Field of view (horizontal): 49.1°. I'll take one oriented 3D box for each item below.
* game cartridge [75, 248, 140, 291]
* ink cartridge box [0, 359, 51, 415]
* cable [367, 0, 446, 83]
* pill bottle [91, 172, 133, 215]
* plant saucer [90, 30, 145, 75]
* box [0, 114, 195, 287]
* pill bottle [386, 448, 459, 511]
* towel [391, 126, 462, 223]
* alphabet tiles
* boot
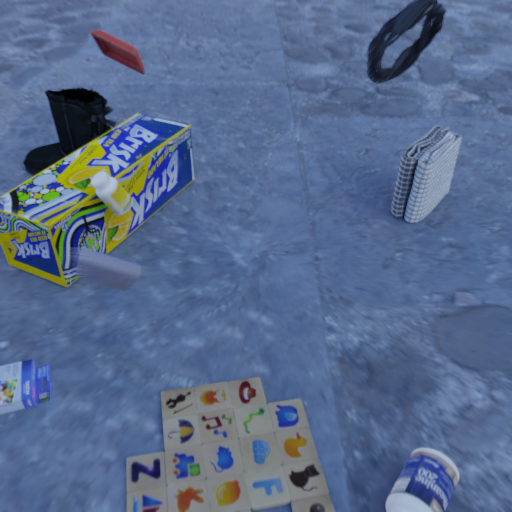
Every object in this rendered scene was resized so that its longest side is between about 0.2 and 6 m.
[{"bbox_3d":[-1.923,0.192,7.234,0.759,1.171,0.225,15,73,-17],"label":"game cartridge"},{"bbox_3d":[-3.572,1.884,7.935,1.241,0.260,0.741,-9,39,-15],"label":"ink cartridge box"},{"bbox_3d":[2.085,-3.031,7.936,0.337,1.326,1.082,48,21,23],"label":"cable"},{"bbox_3d":[-2.456,-1.070,9.508,0.409,0.734,0.409,-15,50,18],"label":"pill bottle"},{"bbox_3d":[-3.102,-4.673,12.784,1.139,1.141,0.209,27,86,2],"label":"plant saucer"},{"bbox_3d":[-2.952,-1.313,11.096,1.508,1.384,4.305,17,41,21],"label":"box"},{"bbox_3d":[1.867,2.808,6.437,0.603,0.603,1.087,23,43,26],"label":"pill bottle"},{"bbox_3d":[3.464,-1.720,11.541,0.772,1.494,1.804,25,45,28],"label":"towel"},{"bbox_3d":[-0.384,2.739,6.950,2.418,0.109,2.892,-7,38,-8],"label":"alphabet tiles"},{"bbox_3d":[-4.215,-2.667,12.336,2.449,2.007,0.906,13,40,17],"label":"boot"}]
